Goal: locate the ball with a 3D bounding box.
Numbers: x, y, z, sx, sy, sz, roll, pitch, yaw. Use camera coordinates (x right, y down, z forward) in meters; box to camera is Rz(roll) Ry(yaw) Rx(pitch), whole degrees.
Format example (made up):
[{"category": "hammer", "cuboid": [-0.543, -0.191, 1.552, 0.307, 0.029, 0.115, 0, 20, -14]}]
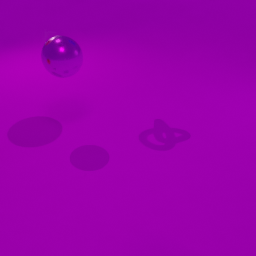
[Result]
[{"category": "ball", "cuboid": [-1.424, -1.538, 6.076, 0.889, 0.889, 0.889, 0, 32, 0]}]
